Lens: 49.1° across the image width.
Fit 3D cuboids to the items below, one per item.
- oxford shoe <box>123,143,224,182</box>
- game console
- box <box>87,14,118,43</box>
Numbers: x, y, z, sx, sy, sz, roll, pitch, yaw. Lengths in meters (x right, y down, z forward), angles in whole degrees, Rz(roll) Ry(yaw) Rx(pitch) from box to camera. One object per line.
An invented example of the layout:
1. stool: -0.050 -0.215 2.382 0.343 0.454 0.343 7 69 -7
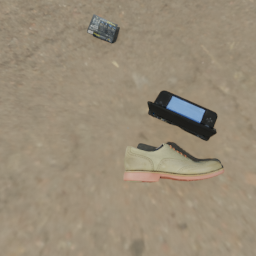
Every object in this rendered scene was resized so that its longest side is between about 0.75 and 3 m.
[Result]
1. oxford shoe: 1.268 0.906 7.488 2.810 0.994 1.037 2 78 -15
2. game console: 1.624 -0.521 7.909 1.922 1.119 1.691 26 53 10
3. box: -0.886 -3.471 9.771 0.934 0.238 0.737 20 63 -12
